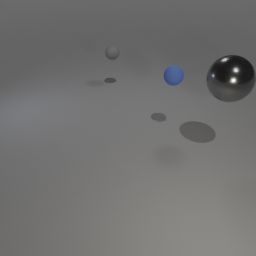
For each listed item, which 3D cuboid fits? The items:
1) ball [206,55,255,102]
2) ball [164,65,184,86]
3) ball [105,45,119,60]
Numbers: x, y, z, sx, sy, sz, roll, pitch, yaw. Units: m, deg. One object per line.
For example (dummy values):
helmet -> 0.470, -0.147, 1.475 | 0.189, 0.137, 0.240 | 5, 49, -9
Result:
ball -> 3.076, -1.474, 8.410 | 1.400, 1.400, 1.400 | 0, 32, 0
ball -> 1.598, -1.830, 9.786 | 0.700, 0.700, 0.700 | 0, 32, 0
ball -> -0.766, -3.677, 13.700 | 0.700, 0.700, 0.700 | 0, 32, 0
